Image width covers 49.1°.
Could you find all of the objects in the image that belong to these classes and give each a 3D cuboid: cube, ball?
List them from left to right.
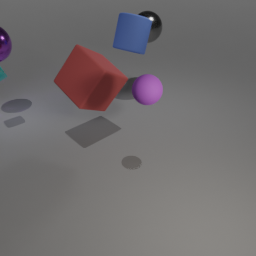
[{"bbox_3d":[-4.991,-3.079,10.221,1.400,1.400,1.400,0,30,0],"label":"ball"},{"bbox_3d":[-1.153,-1.516,8.833,1.400,1.400,1.400,45,19,21],"label":"cube"},{"bbox_3d":[0.878,-4.636,12.879,1.400,1.400,1.400,0,30,0],"label":"ball"},{"bbox_3d":[0.435,-0.866,6.352,0.700,0.700,0.700,0,30,0],"label":"ball"}]

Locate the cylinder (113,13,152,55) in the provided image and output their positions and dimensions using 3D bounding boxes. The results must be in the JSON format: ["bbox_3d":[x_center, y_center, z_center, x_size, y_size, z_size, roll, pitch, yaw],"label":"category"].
[{"bbox_3d":[0.173,-3.923,11.721,1.400,1.400,1.400,12,14,-3],"label":"cylinder"}]

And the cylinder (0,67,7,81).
[{"bbox_3d":[-4.608,-1.855,9.505,0.700,0.700,0.700,-37,42,-14],"label":"cylinder"}]
